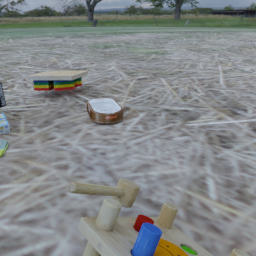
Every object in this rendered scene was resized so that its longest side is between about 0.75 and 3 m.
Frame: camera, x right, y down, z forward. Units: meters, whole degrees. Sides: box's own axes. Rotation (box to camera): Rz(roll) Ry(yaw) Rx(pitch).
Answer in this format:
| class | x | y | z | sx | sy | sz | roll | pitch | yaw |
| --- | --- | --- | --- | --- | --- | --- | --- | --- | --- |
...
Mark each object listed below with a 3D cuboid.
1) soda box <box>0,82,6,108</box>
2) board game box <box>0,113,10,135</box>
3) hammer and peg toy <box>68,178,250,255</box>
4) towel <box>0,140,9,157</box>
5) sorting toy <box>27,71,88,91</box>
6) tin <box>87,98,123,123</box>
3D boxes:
| class | x | y | z | sx | sy | sz | roll | pitch | yaw |
| --- | --- | --- | --- | --- | --- | --- | --- | --- | --- |
| soda box | -4.393 | -0.615 | 7.565 | 0.859 | 0.769 | 2.427 | -2 | 20 | 11 |
| board game box | -4.026 | -0.010 | 7.522 | 1.467 | 0.251 | 0.987 | -13 | 27 | -26 |
| hammer and peg toy | 0.180 | 1.321 | 3.268 | 1.559 | 0.747 | 2.119 | 17 | 6 | -44 |
| towel | -3.355 | 0.477 | 6.490 | 0.995 | 0.113 | 0.714 | 1 | 27 | -8 |
| sorting toy | -2.565 | -1.780 | 10.578 | 1.703 | 0.596 | 1.714 | 2 | 17 | 11 |
| tin | -0.725 | -0.580 | 8.667 | 0.987 | 0.369 | 1.762 | -3 | 21 | -17 |
